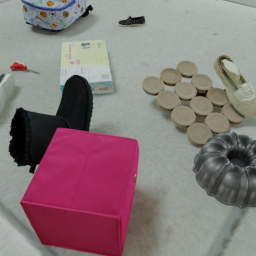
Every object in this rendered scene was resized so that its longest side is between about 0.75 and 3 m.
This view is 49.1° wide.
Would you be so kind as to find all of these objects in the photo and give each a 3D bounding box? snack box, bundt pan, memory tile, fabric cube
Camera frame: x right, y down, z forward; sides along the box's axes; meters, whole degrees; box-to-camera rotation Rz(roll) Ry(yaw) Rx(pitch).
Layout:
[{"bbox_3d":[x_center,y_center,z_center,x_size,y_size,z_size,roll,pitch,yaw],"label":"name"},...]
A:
[{"bbox_3d":[-1.565,-2.294,10.284,1.721,0.549,2.962,-5,44,-6],"label":"snack box"},{"bbox_3d":[2.670,0.874,6.881,2.050,0.769,2.050,0,45,0],"label":"bundt pan"},{"bbox_3d":[1.979,-0.865,8.565,2.165,0.237,2.825,-29,65,-22],"label":"memory tile"},{"bbox_3d":[-0.795,1.309,5.716,1.790,1.756,1.784,7,45,7],"label":"fabric cube"}]

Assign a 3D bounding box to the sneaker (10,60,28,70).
[{"bbox_3d":[-4.115,-2.252,10.491,0.774,0.303,0.447,24,57,39],"label":"sneaker"}]

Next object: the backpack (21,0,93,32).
[{"bbox_3d":[-3.465,-5.831,12.860,2.994,2.307,2.852,13,56,9],"label":"backpack"}]

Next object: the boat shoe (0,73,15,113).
[{"bbox_3d":[-4.284,-1.015,8.841,0.673,0.843,2.231,2,32,1],"label":"boat shoe"}]

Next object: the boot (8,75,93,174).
[{"bbox_3d":[-1.782,-0.196,6.620,0.876,2.368,1.941,3,2,34],"label":"boot"}]

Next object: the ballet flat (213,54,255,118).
[{"bbox_3d":[3.184,-1.275,8.184,0.737,0.737,2.121,-23,75,-22],"label":"ballet flat"}]

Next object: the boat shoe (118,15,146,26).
[{"bbox_3d":[0.179,-5.113,13.274,1.328,0.440,0.496,0,44,0],"label":"boat shoe"}]

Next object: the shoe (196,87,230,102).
[{"bbox_3d":[2.859,-1.026,9.133,1.666,0.445,0.582,2,67,8],"label":"shoe"}]
